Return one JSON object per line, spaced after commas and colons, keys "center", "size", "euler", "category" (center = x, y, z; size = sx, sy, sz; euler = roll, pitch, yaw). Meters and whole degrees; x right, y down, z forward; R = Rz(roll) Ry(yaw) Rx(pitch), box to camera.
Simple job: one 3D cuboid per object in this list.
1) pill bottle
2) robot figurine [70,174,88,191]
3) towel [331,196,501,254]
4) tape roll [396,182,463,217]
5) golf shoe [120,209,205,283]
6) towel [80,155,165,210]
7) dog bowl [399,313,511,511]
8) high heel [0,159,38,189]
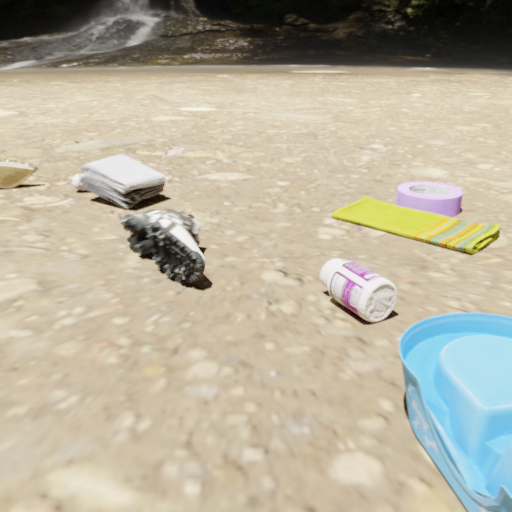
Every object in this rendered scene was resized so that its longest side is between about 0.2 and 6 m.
{"center": [1.216, 0.383, 6.871], "size": [0.543, 0.543, 0.967], "euler": [-12, 25, -26], "category": "pill bottle"}
{"center": [-3.533, -1.520, 11.603], "size": [0.595, 0.505, 0.336], "euler": [1, 61, -21], "category": "robot figurine"}
{"center": [2.672, -0.586, 9.579], "size": [2.632, 0.238, 1.133], "euler": [19, 29, 39], "category": "towel"}
{"center": [3.240, -1.062, 10.522], "size": [1.172, 0.385, 1.172], "euler": [-1, 23, 0], "category": "tape roll"}
{"center": [-1.135, -0.300, 8.054], "size": [0.993, 0.817, 2.102], "euler": [-22, 31, -28], "category": "golf shoe"}
{"center": [-2.582, -1.457, 10.936], "size": [1.340, 0.573, 1.109], "euler": [26, 31, 25], "category": "towel"}
{"center": [2.158, 1.423, 4.151], "size": [1.646, 0.732, 2.953], "euler": [-5, 24, -11], "category": "dog bowl"}
{"center": [-5.601, -1.913, 12.144], "size": [1.800, 0.643, 1.283], "euler": [-13, 31, -7], "category": "high heel"}
